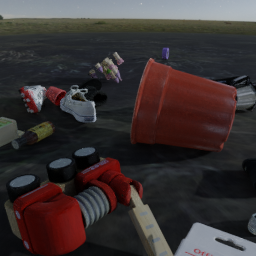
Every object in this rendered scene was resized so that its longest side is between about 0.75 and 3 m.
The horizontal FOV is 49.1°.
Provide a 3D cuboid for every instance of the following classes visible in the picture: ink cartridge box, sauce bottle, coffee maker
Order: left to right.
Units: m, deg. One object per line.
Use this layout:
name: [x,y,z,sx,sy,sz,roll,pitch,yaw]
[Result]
sauce bottle: [-3.343,0.259,9.962,0.550,0.550,1.668,12,26,24]
ink cartridge box: [1.214,2.694,4.147,1.481,0.858,2.543,14,29,29]
coffee maker: [4.203,-1.445,12.779,2.465,1.660,2.367,-9,9,-23]

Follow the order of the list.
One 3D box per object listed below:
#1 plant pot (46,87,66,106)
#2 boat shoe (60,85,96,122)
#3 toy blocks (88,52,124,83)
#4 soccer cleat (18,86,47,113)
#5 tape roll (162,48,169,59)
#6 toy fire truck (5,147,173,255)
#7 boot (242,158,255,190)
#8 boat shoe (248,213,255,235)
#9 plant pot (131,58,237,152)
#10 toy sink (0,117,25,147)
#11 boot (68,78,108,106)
plant pot: [-3.522,-1.595,13.557,0.719,0.813,0.813,31,34,17]
boat shoe: [-2.219,-1.245,12.224,1.108,1.279,3.000,-4,19,-27]
toy blocks: [-1.150,-3.377,17.410,1.894,1.594,1.770,-37,7,-18]
soccer cleat: [-4.392,-1.509,13.348,1.245,1.003,2.924,-22,26,-21]
tape roll: [3.291,-6.541,24.589,0.410,0.964,0.964,9,26,18]
toy fire truck: [-0.647,1.766,5.623,2.827,1.819,2.488,9,23,42]
boot: [4.047,1.255,7.643,1.547,0.591,1.300,-5,20,6]
boat shoe: [3.288,2.002,6.152,1.336,0.476,0.466,-6,25,-13]
plant pot: [1.862,-0.584,9.354,2.884,2.965,2.965,13,26,9]
toy sink: [-4.513,0.069,10.175,0.821,0.705,1.259,14,28,28]
boot: [-1.643,-1.805,14.067,1.764,0.888,2.360,9,35,34]
